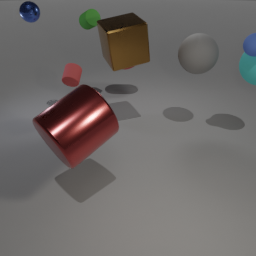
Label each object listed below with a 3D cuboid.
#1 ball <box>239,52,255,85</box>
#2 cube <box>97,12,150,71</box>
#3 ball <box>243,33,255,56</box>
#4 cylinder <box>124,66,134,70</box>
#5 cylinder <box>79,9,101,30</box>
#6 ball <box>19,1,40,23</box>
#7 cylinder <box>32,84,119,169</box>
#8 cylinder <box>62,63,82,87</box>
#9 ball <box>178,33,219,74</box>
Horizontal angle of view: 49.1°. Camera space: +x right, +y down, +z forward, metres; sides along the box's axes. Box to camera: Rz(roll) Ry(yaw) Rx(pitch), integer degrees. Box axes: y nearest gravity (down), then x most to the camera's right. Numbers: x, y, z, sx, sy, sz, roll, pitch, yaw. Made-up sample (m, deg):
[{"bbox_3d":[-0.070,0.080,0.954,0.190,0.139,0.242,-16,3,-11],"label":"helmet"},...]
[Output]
[{"bbox_3d":[4.489,-2.132,9.430,1.400,1.400,1.400,0,28,0],"label":"ball"},{"bbox_3d":[-0.158,-3.044,9.834,1.400,1.400,1.400,-17,39,-11],"label":"cube"},{"bbox_3d":[3.929,-2.571,8.651,0.700,0.700,0.700,0,28,0],"label":"ball"},{"bbox_3d":[-0.195,-3.759,13.339,1.400,1.400,1.400,-18,51,24],"label":"cylinder"},{"bbox_3d":[-1.613,-4.561,11.773,0.700,0.700,0.700,-18,14,-29],"label":"cylinder"},{"bbox_3d":[-3.440,-4.068,9.821,0.700,0.700,0.700,0,28,0],"label":"ball"},{"bbox_3d":[-1.162,-0.041,6.348,1.400,1.400,1.400,-40,44,-21],"label":"cylinder"},{"bbox_3d":[-2.264,-2.141,11.333,0.700,0.700,0.700,4,65,8],"label":"cylinder"},{"bbox_3d":[2.477,-2.612,9.891,1.400,1.400,1.400,0,28,0],"label":"ball"}]
